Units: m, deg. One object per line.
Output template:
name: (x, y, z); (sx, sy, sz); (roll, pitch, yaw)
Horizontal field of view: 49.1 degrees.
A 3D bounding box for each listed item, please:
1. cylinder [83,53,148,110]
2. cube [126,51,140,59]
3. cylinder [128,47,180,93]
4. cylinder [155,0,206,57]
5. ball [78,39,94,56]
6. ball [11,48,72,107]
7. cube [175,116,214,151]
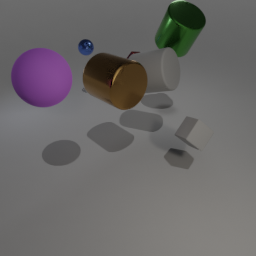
cylinder: (-0.385, -1.393, 8.237); (1.400, 1.400, 1.400); (-25, 37, -34)
cube: (0.366, -3.066, 13.047); (0.700, 0.700, 0.700); (52, 35, 14)
cylinder: (0.865, -1.914, 9.523); (1.400, 1.400, 1.400); (-1, 27, 34)
cylinder: (1.832, -3.514, 10.018); (1.400, 1.400, 1.400); (7, 61, -13)
ball: (-1.853, -3.549, 12.331); (0.700, 0.700, 0.700); (0, 32, 0)
ball: (-2.046, -1.194, 6.712); (1.400, 1.400, 1.400); (0, 32, 0)
cube: (1.977, 0.161, 8.389); (0.700, 0.700, 0.700); (35, -3, -23)
